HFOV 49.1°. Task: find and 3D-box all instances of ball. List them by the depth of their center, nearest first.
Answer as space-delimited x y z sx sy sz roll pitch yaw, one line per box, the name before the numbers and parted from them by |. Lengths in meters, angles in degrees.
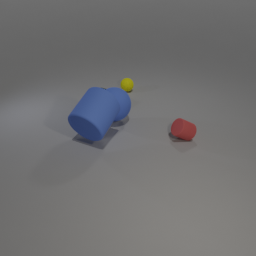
ball | -0.567 -0.976 11.563 1.400 1.400 1.400 0 30 0
ball | -0.049 -2.285 14.780 0.700 0.700 0.700 0 30 0

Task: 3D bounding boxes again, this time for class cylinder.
cylinder | -1.191 -0.496 9.993 1.400 1.400 1.400 15 57 24
cylinder | 2.111 0.056 10.634 0.700 0.700 0.700 20 19 -31

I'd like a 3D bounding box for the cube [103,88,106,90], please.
cube | -1.221 -1.442 13.411 0.700 0.700 0.700 18 35 29
